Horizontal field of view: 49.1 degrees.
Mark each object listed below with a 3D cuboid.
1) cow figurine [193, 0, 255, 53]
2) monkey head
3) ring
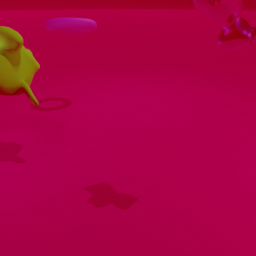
[{"bbox_3d":[1.179,-1.436,3.307,0.567,1.033,1.016,-11,-20,40],"label":"cow figurine"},{"bbox_3d":[-2.496,-1.287,5.596,1.924,1.159,1.384,29,-16,-12],"label":"monkey head"},{"bbox_3d":[-1.770,-3.202,8.791,1.574,0.315,1.574,-1,14,0],"label":"ring"}]
